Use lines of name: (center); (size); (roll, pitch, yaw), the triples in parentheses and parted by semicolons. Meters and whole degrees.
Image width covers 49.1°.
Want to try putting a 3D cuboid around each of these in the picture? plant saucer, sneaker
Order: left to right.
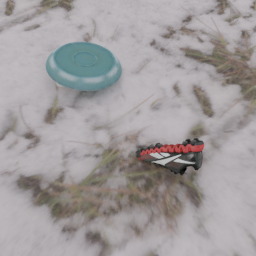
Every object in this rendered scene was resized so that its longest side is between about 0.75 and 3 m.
plant saucer: (-1.372, -2.089, 8.910); (2.426, 0.332, 2.426); (6, 48, -7)
sneaker: (1.014, 0.762, 6.878); (1.761, 0.622, 0.860); (-8, 92, 26)

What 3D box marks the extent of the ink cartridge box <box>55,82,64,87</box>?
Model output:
ink cartridge box: (-1.779, -1.736, 8.862); (0.736, 0.443, 1.013); (6, 41, 18)
